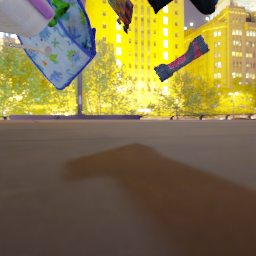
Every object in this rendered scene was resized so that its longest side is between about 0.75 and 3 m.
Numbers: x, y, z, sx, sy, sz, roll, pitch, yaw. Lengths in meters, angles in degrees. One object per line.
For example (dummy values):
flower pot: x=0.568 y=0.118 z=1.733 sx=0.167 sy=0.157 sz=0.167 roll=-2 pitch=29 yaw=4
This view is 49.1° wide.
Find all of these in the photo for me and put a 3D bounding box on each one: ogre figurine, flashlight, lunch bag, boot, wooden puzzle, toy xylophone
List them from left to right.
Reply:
toy xylophone: x=-2.137 y=-1.949 z=4.790 sx=2.100 sy=0.528 sz=1.537 roll=21 pitch=-11 yaw=22
ogre figurine: x=-1.791 y=-3.371 z=6.859 sx=0.936 sy=1.562 sz=0.766 roll=36 pitch=32 yaw=8
lunch bag: x=-2.298 y=-2.950 z=9.490 sx=1.720 sy=2.699 sz=2.294 roll=-20 pitch=-9 yaw=-46
wooden puzzle: x=-0.270 y=-4.060 z=9.153 sx=0.151 sy=1.273 sz=2.146 roll=-34 pitch=-7 yaw=-10
boot: x=1.196 y=-3.237 z=6.721 sx=1.447 sy=1.765 sz=0.653 roll=-31 pitch=34 yaw=3
flashlight: x=1.329 y=-1.766 z=7.129 sx=1.453 sy=0.492 sz=0.494 roll=-29 pitch=-25 yaw=17

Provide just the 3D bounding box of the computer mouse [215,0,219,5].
computer mouse: x=2.513 y=-3.876 z=8.459 sx=0.322 sy=0.554 sz=1.889 roll=-44 pitch=11 yaw=35
